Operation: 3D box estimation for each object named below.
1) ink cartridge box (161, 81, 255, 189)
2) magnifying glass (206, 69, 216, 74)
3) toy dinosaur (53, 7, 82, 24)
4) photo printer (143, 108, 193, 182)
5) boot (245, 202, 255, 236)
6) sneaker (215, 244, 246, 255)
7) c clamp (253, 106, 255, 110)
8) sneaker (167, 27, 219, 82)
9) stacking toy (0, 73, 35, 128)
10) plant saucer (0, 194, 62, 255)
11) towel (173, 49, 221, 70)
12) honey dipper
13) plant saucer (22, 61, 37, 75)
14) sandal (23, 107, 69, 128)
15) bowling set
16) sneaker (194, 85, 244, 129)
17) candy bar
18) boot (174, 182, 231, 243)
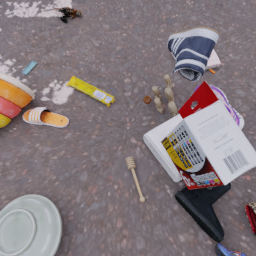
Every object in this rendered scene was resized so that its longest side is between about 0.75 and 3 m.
[{"bbox_3d":[1.946,0.364,7.924,1.159,2.764,2.427,-28,79,-12],"label":"ink cartridge box"},{"bbox_3d":[3.683,-2.749,12.905,0.318,0.090,0.799,-38,67,-21],"label":"magnifying glass"},{"bbox_3d":[-3.178,-6.005,14.636,1.458,0.745,0.989,0,42,21],"label":"toy dinosaur"},{"bbox_3d":[2.214,0.496,10.485,2.589,0.899,2.154,-28,63,-15],"label":"photo printer"},{"bbox_3d":[5.095,3.252,8.814,1.960,0.952,2.603,-10,56,-7],"label":"boot"},{"bbox_3d":[3.343,4.054,8.667,1.423,0.536,0.558,35,54,12],"label":"sneaker"},{"bbox_3d":[5.922,-0.829,11.745,1.140,0.154,0.974,26,58,16],"label":"c clamp"},{"bbox_3d":[1.812,-2.294,9.128,0.948,2.705,1.468,17,94,-17],"label":"sneaker"},{"bbox_3d":[-5.068,-0.673,10.955,1.950,1.950,2.669,20,77,11],"label":"stacking toy"},{"bbox_3d":[-3.351,3.261,8.674,2.581,0.648,2.581,-7,58,11],"label":"plant saucer"},{"bbox_3d":[3.127,-3.381,13.114,1.937,0.312,1.850,-12,58,-7],"label":"towel"},{"bbox_3d":[0.274,1.847,10.047,0.320,0.320,1.688,-13,62,-8],"label":"honey dipper"},{"bbox_3d":[-4.540,-2.771,12.925,0.290,0.079,0.828,23,61,14],"label":"plant saucer"},{"bbox_3d":[-3.332,-0.513,11.299,1.903,0.545,0.729,9,60,5],"label":"sandal"},{"bbox_3d":[1.335,-1.207,11.637,1.291,0.996,1.855,-10,59,16],"label":"bowling set"},{"bbox_3d":[3.410,-0.873,10.969,1.024,1.126,2.546,-48,54,24],"label":"sneaker"},{"bbox_3d":[-1.629,-1.600,12.116,2.355,0.261,0.587,28,67,15],"label":"candy bar"},{"bbox_3d":[2.856,2.441,9.358,1.760,0.800,2.095,-35,57,-15],"label":"boot"}]
